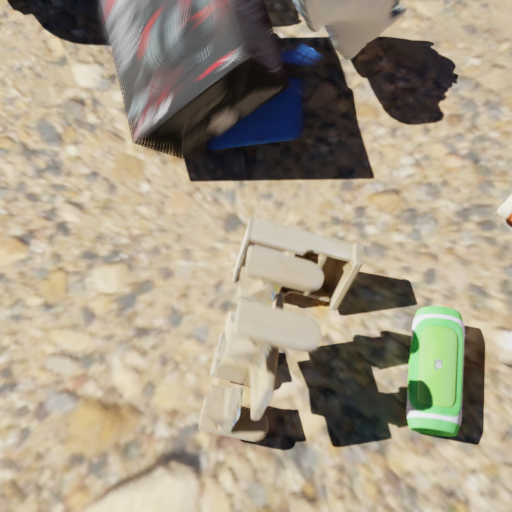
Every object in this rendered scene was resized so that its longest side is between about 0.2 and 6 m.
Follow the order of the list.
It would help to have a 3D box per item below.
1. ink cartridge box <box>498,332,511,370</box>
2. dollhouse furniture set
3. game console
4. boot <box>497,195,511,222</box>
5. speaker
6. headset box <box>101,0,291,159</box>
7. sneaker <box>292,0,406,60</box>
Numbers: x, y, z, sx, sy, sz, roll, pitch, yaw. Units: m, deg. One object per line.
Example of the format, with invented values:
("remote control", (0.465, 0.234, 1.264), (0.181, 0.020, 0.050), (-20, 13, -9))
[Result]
("ink cartridge box", (3.855, 1.090, 7.220), (0.977, 0.445, 1.185), (31, 76, -5))
("dollhouse furniture set", (0.408, 0.821, 6.870), (1.539, 2.172, 2.365), (14, 46, -5))
("game console", (0.069, -2.507, 8.925), (1.688, 0.999, 1.441), (0, 34, 27))
("boot", (4.868, -1.218, 8.281), (1.546, 1.082, 2.883), (40, 74, 20))
("speaker", (2.348, 1.494, 7.324), (0.700, 0.700, 1.583), (9, 68, 4))
("headset box", (-1.027, -3.354, 8.333), (2.239, 1.130, 3.013), (-25, 71, 32))
("sneaker", (1.315, -3.951, 8.318), (1.300, 2.986, 1.112), (-25, 84, 28))
